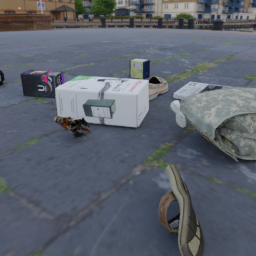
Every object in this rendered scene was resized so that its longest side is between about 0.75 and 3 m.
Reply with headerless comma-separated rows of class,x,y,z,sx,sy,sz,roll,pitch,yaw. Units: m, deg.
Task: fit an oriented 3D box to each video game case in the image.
video game case,3.532,-1.617,12.838,2.192,0.282,2.411,12,26,26

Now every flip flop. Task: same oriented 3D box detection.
flip flop,0.877,1.496,5.196,0.645,0.909,2.242,-21,26,9

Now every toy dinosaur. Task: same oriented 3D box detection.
toy dinosaur,-1.639,-0.103,8.706,1.258,0.642,0.854,-5,16,-41

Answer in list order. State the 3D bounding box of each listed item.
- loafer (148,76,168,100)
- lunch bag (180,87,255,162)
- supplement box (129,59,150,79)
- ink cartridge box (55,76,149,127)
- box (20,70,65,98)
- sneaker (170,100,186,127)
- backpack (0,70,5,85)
loafer,1.230,-2.006,12.978,0.971,0.849,2.700,11,27,24
lunch bag,3.043,-0.190,7.996,2.778,1.633,2.279,0,24,-12
supplement box,0.653,-3.349,15.819,0.980,0.981,0.658,15,28,30
ink cartridge box,-0.821,-1.066,10.364,2.950,1.240,2.153,5,24,12
box,-3.857,-2.032,12.787,1.716,1.049,0.910,4,25,10
sneaker,1.791,-0.497,9.478,0.354,0.941,0.416,-13,14,44
backpack,-7.239,-2.534,13.925,1.396,1.059,1.673,14,31,22
